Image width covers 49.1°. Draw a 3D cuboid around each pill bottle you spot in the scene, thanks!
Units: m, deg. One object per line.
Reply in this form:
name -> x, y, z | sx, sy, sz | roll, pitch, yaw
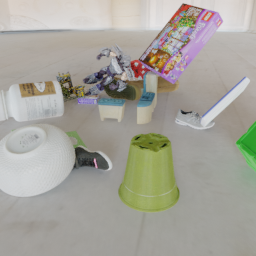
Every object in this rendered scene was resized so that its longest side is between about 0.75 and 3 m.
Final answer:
pill bottle -> -3.671, -0.955, 10.261 | 2.394, 1.369, 1.369 | -10, 26, -22

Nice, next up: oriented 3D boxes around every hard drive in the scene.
hard drive -> 2.584, -0.671, 7.585 | 0.191, 1.502, 0.991 | 47, 3, 14

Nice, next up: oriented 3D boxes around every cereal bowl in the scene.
cereal bowl -> -2.373, 0.586, 6.845 | 2.062, 0.859, 2.062 | -4, 41, 4

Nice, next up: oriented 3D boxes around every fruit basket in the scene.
fruit basket -> 4.114, 0.430, 6.954 | 2.388, 2.388, 1.722 | -5, 25, -10

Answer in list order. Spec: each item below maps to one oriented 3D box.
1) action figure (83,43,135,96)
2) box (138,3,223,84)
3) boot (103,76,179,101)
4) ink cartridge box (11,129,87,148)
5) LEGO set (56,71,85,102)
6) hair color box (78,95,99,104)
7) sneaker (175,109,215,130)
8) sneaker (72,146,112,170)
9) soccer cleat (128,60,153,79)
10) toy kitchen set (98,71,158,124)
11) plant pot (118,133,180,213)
action figure -> -0.832, -2.299, 11.890 | 1.020, 1.914, 2.941 | -10, -13, -44
box -> 1.926, -3.305, 10.745 | 0.566, 2.893, 1.980 | 33, 7, -44
boot -> 0.589, -2.002, 13.274 | 2.851, 0.943, 2.497 | -20, 35, -41
ink cartridge box -> -2.423, 0.344, 8.550 | 2.018, 0.484, 1.469 | -12, 27, -21
LEGO set -> -2.903, -1.778, 12.048 | 1.949, 1.129, 1.499 | -21, 26, -23
hair color box -> -1.715, -1.240, 12.216 | 0.840, 0.272, 0.459 | 3, 25, 6
sneaker -> 2.338, -0.332, 9.860 | 1.400, 0.574, 0.523 | 11, 27, 23
sneaker -> -1.110, 0.901, 7.293 | 1.493, 0.528, 0.740 | 15, 30, 40
soccer cleat -> 1.156, -2.781, 12.538 | 2.622, 0.900, 1.117 | 0, 31, 30
toy kitchen set -> 0.076, -1.293, 10.964 | 1.919, 1.411, 2.395 | 5, 25, 10
plant pot -> 0.497, 0.882, 6.271 | 1.431, 1.358, 1.431 | 1, 25, 0
